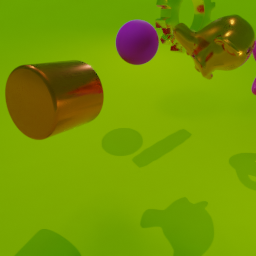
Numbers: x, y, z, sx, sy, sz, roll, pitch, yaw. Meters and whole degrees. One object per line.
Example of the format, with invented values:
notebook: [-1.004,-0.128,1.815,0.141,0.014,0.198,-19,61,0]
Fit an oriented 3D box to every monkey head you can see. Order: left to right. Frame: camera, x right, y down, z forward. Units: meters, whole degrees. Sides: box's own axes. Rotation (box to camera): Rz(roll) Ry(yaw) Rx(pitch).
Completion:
monkey head: [1.656,-1.710,5.334,1.410,1.181,1.960,43,40,-7]

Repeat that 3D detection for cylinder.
cylinder: [-1.196,-0.508,4.682,1.162,1.162,1.162,21,25,27]

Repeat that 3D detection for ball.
ball: [0.259,-2.398,7.895,1.221,1.221,1.221,0,35,0]

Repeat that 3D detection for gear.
gear: [1.590,-3.065,7.556,2.014,2.014,0.373,-26,32,-32]

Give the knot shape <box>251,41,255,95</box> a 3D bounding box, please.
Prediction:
knot shape: [3.775,-1.687,6.904,1.807,0.835,1.691,-27,52,30]
